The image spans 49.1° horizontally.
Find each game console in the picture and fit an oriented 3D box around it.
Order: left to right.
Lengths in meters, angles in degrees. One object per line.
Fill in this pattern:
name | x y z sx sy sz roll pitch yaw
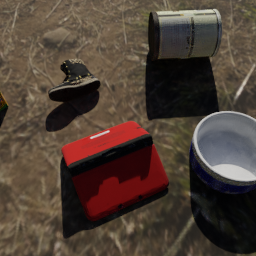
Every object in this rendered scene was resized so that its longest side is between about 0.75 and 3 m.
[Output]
game console | -0.499 1.275 9.520 2.886 1.713 2.487 -21 26 -14

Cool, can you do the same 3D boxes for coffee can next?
coffee can | 2.364 -4.031 12.170 2.769 2.026 2.026 -3 55 -2

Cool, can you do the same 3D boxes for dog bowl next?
dog bowl | 3.449 0.788 9.377 2.671 1.052 2.671 0 55 0

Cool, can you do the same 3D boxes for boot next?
boot | -2.406 -2.000 11.507 2.151 0.787 1.620 -22 59 -19

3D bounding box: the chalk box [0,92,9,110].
chalk box | -5.792 -1.088 10.668 1.833 1.136 1.144 -29 61 -18
